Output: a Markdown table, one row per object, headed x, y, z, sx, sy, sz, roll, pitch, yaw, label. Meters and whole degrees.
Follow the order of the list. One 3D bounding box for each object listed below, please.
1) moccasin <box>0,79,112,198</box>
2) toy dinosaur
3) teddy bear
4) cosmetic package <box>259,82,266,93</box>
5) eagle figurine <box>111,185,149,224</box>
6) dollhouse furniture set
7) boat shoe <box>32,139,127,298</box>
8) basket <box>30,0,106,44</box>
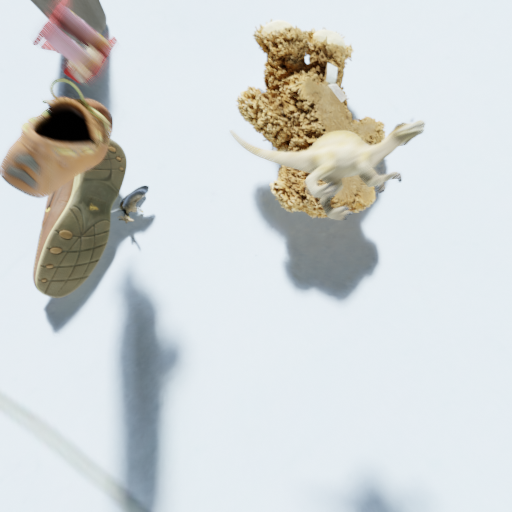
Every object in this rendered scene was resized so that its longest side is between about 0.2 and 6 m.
| x | y | z | sx | sy | sz | roll | pitch | yaw | label |
| --- | --- | --- | --- | --- | --- | --- | --- | --- | --- |
| -2.670 | -1.805 | 7.961 | 1.019 | 2.786 | 1.075 | 33 | 115 | -6 | moccasin |
| 0.894 | -1.103 | 6.915 | 2.373 | 0.691 | 1.200 | -5 | 57 | 4 | toy dinosaur |
| 1.035 | -2.638 | 10.747 | 2.986 | 1.375 | 4.118 | -19 | 86 | -34 | teddy bear |
| 0.554 | -3.379 | 11.582 | 0.669 | 0.668 | 0.811 | 36 | 74 | 12 | cosmetic package |
| -2.404 | -1.014 | 10.832 | 0.584 | 0.581 | 0.769 | 11 | 80 | 22 | eagle figurine |
| -2.842 | -3.045 | 8.413 | 0.890 | 1.655 | 0.673 | 34 | 74 | -27 | dollhouse furniture set |
| -3.400 | -0.731 | 10.505 | 1.045 | 1.114 | 3.096 | 9 | 78 | 43 | boat shoe |
| -3.958 | -5.452 | 11.643 | 1.257 | 1.848 | 1.666 | 7 | 74 | 11 | basket |
